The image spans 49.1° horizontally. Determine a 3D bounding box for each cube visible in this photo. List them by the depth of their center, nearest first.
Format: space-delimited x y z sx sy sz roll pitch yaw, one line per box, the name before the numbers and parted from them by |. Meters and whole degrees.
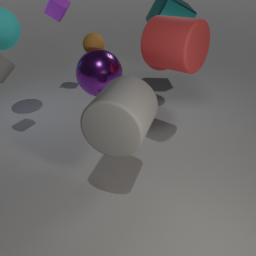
cube | -2.813 -4.816 11.159 0.700 0.700 0.700 30 43 -18
cube | 1.743 -4.645 11.663 1.400 1.400 1.400 19 34 -21

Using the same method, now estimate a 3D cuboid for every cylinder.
cylinder | -0.154 -0.289 6.356 1.400 1.400 1.400 10 34 15
cylinder | 1.302 -2.298 7.673 1.400 1.400 1.400 21 37 34
cylinder | -4.017 -1.868 8.728 0.700 0.700 0.700 24 76 34

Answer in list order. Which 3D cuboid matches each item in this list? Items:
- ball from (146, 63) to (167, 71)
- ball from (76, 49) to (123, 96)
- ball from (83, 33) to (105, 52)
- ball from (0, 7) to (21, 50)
ball | 1.286 -2.964 10.983 1.400 1.400 1.400 0 31 0
ball | -0.863 -1.648 8.426 1.400 1.400 1.400 0 31 0
ball | -1.100 -2.696 9.010 0.700 0.700 0.700 0 31 0
ball | -4.332 -3.314 9.347 1.400 1.400 1.400 0 31 0
